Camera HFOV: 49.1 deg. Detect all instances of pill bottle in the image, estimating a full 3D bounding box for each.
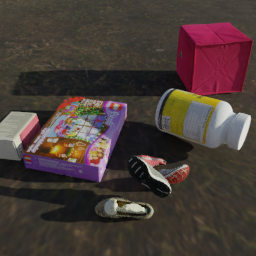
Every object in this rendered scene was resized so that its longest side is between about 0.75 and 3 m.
[{"bbox_3d":[2.024,-0.215,7.700,2.317,1.298,1.298,20,41,29],"label":"pill bottle"}]

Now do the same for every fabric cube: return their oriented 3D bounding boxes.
[{"bbox_3d":[3.098,-2.617,10.565,2.055,2.016,2.049,-5,38,-3],"label":"fabric cube"}]

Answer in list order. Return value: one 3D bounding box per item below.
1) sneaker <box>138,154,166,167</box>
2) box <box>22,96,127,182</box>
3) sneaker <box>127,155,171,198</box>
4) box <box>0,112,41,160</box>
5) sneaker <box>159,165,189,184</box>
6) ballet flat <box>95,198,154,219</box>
[{"bbox_3d":[0.604,0.900,7.270,0.777,0.337,0.286,10,-2,-7],"label":"sneaker"},{"bbox_3d":[-1.335,0.126,8.029,2.019,0.577,2.951,9,38,9],"label":"box"},{"bbox_3d":[0.448,1.055,6.207,1.192,0.440,0.473,43,14,0],"label":"sneaker"},{"bbox_3d":[-3.138,0.196,7.839,0.833,0.710,1.303,5,38,11],"label":"box"},{"bbox_3d":[0.968,1.107,6.709,1.029,0.401,0.423,-23,37,2],"label":"sneaker"},{"bbox_3d":[-0.088,1.701,5.971,1.278,0.481,0.434,4,67,3],"label":"ballet flat"}]
